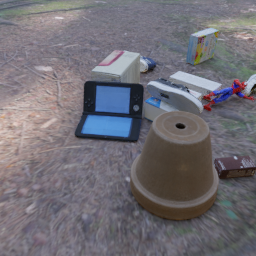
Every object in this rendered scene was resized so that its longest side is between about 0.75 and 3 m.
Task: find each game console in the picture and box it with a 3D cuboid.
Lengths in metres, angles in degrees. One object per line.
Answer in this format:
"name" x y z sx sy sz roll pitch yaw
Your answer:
"game console" -0.643 -0.671 10.070 2.285 1.951 1.352 4 9 5

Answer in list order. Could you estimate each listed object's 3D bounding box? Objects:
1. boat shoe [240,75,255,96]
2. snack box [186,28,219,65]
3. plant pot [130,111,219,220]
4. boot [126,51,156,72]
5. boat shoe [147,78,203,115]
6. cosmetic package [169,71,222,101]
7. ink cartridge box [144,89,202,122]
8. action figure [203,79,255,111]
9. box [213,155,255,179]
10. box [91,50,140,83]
"boat shoe" 5.519 -1.837 12.242 0.666 0.577 1.562 28 47 36
"snack box" 3.965 -4.348 14.898 1.806 1.523 0.611 -28 47 -32
"plant pot" 1.285 0.787 7.331 2.428 2.117 2.428 1 37 -1
"boot" 0.520 -3.478 14.531 0.887 0.715 1.965 -21 48 -38
"boat shoe" 1.738 -1.207 9.847 0.786 0.830 2.374 -40 44 -22
"cosmetic package" 2.918 -1.874 12.327 2.109 0.534 0.870 26 43 31
"ink cartridge box" 1.720 -0.847 10.687 1.364 0.794 1.886 27 44 32
"action figure" 4.240 -1.326 11.257 2.312 0.754 1.144 -28 36 -25
"box" 3.148 1.150 8.288 1.069 0.401 0.535 -6 37 -5
"box" -0.445 -2.132 11.867 1.277 1.499 2.345 13 38 17
